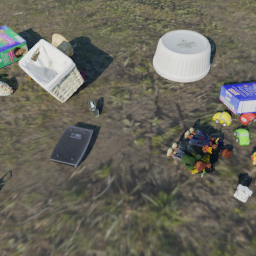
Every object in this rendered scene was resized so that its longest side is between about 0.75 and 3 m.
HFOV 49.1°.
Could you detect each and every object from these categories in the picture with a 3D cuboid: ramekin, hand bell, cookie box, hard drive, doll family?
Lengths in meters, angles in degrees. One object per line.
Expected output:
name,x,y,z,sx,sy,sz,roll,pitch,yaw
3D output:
ramekin,2.727,-3.696,13.917,2.945,1.371,2.945,0,47,0
hand bell,-4.074,-3.362,13.994,1.355,1.355,2.602,27,65,23
cookie box,-6.869,-4.093,14.548,2.568,0.965,2.197,-36,59,-28
hard drive,-2.093,0.689,10.609,1.159,0.364,1.719,11,49,10
cookie box,5.152,-1.301,11.924,1.896,0.713,1.622,-5,31,-5
doll family,2.678,0.864,10.014,1.599,1.086,2.767,28,50,29

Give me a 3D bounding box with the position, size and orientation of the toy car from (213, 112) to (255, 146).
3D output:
toy car,4.493,-0.068,11.265,1.846,0.412,1.737,-1,48,-1

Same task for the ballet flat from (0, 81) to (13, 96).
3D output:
ballet flat,-6.366,-1.990,12.832,2.181,0.697,0.825,12,48,10

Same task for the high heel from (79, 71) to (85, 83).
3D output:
high heel,-2.637,-2.201,13.023,1.331,0.640,0.449,-29,54,-17

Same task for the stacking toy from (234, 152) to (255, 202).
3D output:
stacking toy,4.995,2.060,9.219,2.519,0.592,1.899,30,55,24

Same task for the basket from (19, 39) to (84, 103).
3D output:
basket,-3.347,-2.501,12.469,2.428,1.498,1.646,39,83,29

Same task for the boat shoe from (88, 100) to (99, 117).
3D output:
boat shoe,-1.484,-0.834,11.875,0.289,0.231,0.764,-29,80,18
